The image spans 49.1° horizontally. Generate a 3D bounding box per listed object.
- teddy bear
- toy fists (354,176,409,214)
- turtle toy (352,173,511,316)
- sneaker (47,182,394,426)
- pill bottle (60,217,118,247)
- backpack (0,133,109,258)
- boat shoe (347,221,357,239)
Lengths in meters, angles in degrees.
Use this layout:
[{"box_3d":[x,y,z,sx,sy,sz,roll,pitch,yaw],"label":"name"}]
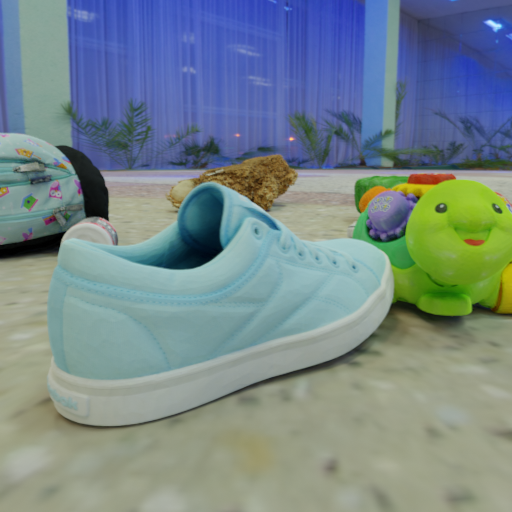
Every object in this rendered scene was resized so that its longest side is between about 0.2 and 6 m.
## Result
[{"box_3d":[-0.552,-1.747,15.029,2.842,1.309,3.920,-4,16,22],"label":"teddy bear"},{"box_3d":[2.911,-1.111,11.520,1.604,1.082,3.146,7,9,-1],"label":"toy fists"},{"box_3d":[1.778,-0.142,5.531,1.894,1.314,2.599,1,11,4],"label":"turtle toy"},{"box_3d":[0.037,0.086,3.997,1.135,1.258,3.070,19,26,40],"label":"sneaker"},{"box_3d":[-2.181,-0.177,7.467,0.638,0.638,1.153,-2,10,-9],"label":"pill bottle"},{"box_3d":[-3.970,-0.925,8.446,2.851,1.805,2.379,-13,19,-39],"label":"backpack"},{"box_3d":[2.523,-0.649,9.575,2.014,0.662,0.725,-6,0,-2],"label":"boat shoe"}]
